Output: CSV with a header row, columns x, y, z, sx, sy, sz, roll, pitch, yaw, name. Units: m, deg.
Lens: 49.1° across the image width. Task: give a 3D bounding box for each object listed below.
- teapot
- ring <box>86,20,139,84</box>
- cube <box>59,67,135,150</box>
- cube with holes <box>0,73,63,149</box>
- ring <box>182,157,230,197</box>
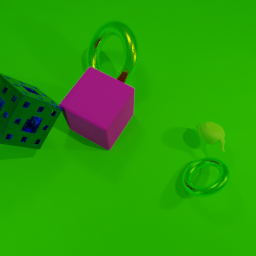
x,y,z,sx,sy,sz,roll,pitch,yaw,name
2.199,0.197,7.374,0.662,0.521,1.064,-12,42,-37,teapot
-0.495,-2.068,8.117,0.402,2.009,2.009,-4,56,-47,ring
-0.756,-0.491,7.511,1.387,1.387,1.387,28,68,13,cube
-2.548,-0.370,6.550,1.183,1.183,1.183,36,98,31,cube with holes
1.929,1.204,6.998,1.208,0.242,1.208,-24,31,16,ring
